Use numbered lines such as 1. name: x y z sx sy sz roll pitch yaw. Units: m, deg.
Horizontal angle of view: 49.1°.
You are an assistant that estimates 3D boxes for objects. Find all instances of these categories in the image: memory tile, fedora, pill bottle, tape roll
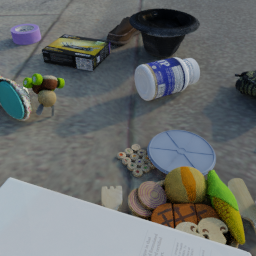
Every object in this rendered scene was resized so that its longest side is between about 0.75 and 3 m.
1. memory tile: 0.208 0.740 6.550 0.677 0.074 0.884 -23 44 -27
2. fedora: 1.356 -3.602 10.822 2.916 1.332 2.916 0 38 0
3. pill bottle: 1.220 -1.560 8.566 1.809 1.083 1.083 -18 43 -22
4. tape roll: -4.373 -4.033 12.022 1.168 0.496 1.168 0 40 0

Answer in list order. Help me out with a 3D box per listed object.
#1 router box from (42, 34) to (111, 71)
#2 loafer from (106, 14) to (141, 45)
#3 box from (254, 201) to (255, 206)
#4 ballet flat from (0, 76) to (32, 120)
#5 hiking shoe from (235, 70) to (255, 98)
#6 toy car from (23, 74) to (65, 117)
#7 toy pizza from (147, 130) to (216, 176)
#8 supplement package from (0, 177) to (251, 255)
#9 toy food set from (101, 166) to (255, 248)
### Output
1. router box: -1.905 -2.890 10.585 2.062 0.538 1.621 13 41 15
2. loafer: -0.145 -4.349 12.084 0.916 0.891 2.509 18 43 21
3. box: 3.123 1.223 5.415 1.366 0.797 0.411 -19 43 -23
4. ballet flat: -3.462 -1.068 8.141 2.695 1.019 0.862 31 28 27
5. hiking shoe: 3.811 -1.142 8.425 1.060 0.798 2.107 -1 30 11
6. toy car: -2.308 -0.862 7.779 0.856 1.085 0.891 -9 -7 40
7. toy pizza: 1.239 0.619 6.568 1.583 0.251 1.583 2 39 -2
8. supplement package: -0.493 2.342 2.967 2.869 2.161 2.177 13 41 15
9. toy food set: 0.993 1.485 4.971 2.943 0.591 2.032 -3 38 -4
